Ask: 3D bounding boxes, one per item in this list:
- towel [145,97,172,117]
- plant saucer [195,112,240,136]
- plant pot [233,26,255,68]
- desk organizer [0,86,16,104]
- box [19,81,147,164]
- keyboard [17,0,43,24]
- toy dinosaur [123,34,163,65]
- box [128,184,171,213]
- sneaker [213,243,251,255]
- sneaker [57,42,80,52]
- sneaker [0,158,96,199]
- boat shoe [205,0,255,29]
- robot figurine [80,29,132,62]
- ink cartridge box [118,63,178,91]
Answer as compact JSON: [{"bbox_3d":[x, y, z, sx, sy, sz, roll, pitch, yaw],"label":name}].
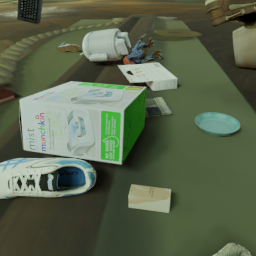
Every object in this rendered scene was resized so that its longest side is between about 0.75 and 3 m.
[{"bbox_3d":[0.736,-0.640,8.806,1.037,0.186,1.077,-7,33,-6],"label":"towel"},{"bbox_3d":[2.447,-0.074,7.725,1.198,0.215,1.198,-1,29,0],"label":"plant saucer"},{"bbox_3d":[5.762,-3.600,11.951,2.290,2.639,2.639,-5,26,26],"label":"plant pot"},{"bbox_3d":[-4.663,-1.429,9.619,1.748,0.673,0.627,23,37,34],"label":"desk organizer"},{"bbox_3d":[-0.873,-0.272,6.714,2.234,1.224,2.532,7,20,13],"label":"box"},{"bbox_3d":[-2.058,-2.748,5.487,0.794,1.250,0.129,11,29,-11],"label":"keyboard"},{"bbox_3d":[0.526,-3.238,12.987,2.300,1.331,2.534,-32,6,-27],"label":"toy dinosaur"},{"bbox_3d":[0.408,1.311,5.221,0.762,0.296,0.362,4,30,8],"label":"box"},{"bbox_3d":[0.409,1.981,2.871,2.765,1.225,1.063,-15,28,-40],"label":"sneaker"},{"bbox_3d":[-3.106,-4.298,14.880,1.206,0.423,0.654,-3,32,1],"label":"sneaker"},{"bbox_3d":[-1.689,0.949,5.271,2.176,0.782,0.789,-4,-1,-10],"label":"sneaker"},{"bbox_3d":[2.370,-2.278,5.419,1.971,0.729,0.728,-11,6,-16],"label":"boat shoe"},{"bbox_3d":[-1.064,-3.770,12.831,2.414,1.363,2.047,1,48,24],"label":"robot figurine"},{"bbox_3d":[0.696,-1.988,10.832,1.794,0.450,2.067,-8,31,-12],"label":"ink cartridge box"}]
